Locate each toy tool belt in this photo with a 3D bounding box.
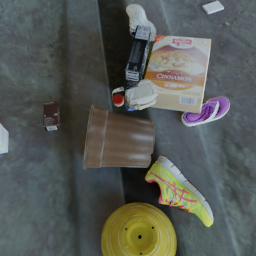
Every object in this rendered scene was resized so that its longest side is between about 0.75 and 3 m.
[{"bbox_3d":[0.222,-0.974,9.536,1.540,0.946,0.961,-19,75,-8],"label":"toy tool belt"}]

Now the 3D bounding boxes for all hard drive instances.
[{"bbox_3d":[4.201,-5.959,13.837,0.889,0.113,0.587,-22,64,-11],"label":"hard drive"}]

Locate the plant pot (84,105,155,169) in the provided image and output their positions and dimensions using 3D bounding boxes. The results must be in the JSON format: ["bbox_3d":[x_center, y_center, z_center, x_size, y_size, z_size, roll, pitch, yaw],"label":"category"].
[{"bbox_3d":[-0.290,0.434,9.434,2.138,2.159,2.159,8,62,-4],"label":"plant pot"}]

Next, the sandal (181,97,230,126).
[{"bbox_3d":[3.071,-0.661,10.773,2.112,0.519,0.859,-27,65,-12],"label":"sandal"}]

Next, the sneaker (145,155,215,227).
[{"bbox_3d":[1.623,2.207,9.093,1.217,1.053,2.695,-41,66,-6],"label":"sneaker"}]

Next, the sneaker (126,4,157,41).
[{"bbox_3d":[0.438,-4.801,12.836,1.018,0.871,2.338,-26,64,-8],"label":"sneaker"}]

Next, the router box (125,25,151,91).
[{"bbox_3d":[0.386,-2.565,11.078,0.596,1.794,2.282,11,62,6],"label":"router box"}]

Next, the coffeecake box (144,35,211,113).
[{"bbox_3d":[1.960,-2.211,11.154,2.269,1.080,2.955,8,62,14],"label":"coffeecake box"}]

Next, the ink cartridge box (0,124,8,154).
[{"bbox_3d":[-4.879,0.330,9.876,0.870,1.203,0.874,-10,62,-2],"label":"ink cartridge box"}]

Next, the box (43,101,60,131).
[{"bbox_3d":[-2.924,-0.468,10.753,0.557,0.416,1.111,-7,60,-4],"label":"box"}]

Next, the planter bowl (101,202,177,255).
[{"bbox_3d":[0.335,3.323,8.405,2.378,0.990,2.378,0,62,0],"label":"planter bowl"}]
